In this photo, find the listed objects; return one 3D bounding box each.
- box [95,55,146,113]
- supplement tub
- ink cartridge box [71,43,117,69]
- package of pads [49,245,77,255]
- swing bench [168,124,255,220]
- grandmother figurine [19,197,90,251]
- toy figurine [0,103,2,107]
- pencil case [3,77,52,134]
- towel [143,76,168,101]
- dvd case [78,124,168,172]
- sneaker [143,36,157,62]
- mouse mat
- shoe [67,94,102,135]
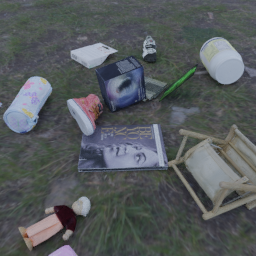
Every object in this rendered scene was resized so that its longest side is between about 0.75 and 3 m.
[{"bbox_3d":[-0.243,-1.755,11.358,1.672,1.685,1.038,-24,48,-11],"label":"box"},{"bbox_3d":[4.464,-3.214,13.390,1.560,1.560,2.151,-4,41,-4],"label":"supplement tub"},{"bbox_3d":[-1.809,-3.972,15.205,2.026,0.507,1.630,-27,47,-35],"label":"ink cartridge box"},{"bbox_3d":[-1.951,3.597,5.214,2.743,1.652,1.038,-28,47,-30],"label":"package of pads"},{"bbox_3d":[2.786,1.181,8.255,2.267,1.471,2.255,-4,38,-22],"label":"swing bench"},{"bbox_3d":[-1.823,2.466,7.448,1.896,0.574,1.150,-28,56,-26],"label":"grandmother figurine"},{"bbox_3d":[-5.861,-0.991,11.206,0.865,0.982,1.640,6,40,7],"label":"toy figurine"},{"bbox_3d":[-3.881,-0.993,11.094,1.197,1.097,2.638,-12,37,12],"label":"pencil case"},{"bbox_3d":[0.731,-1.835,12.823,1.708,0.295,1.645,22,42,28],"label":"towel"},{"bbox_3d":[-0.186,0.634,9.852,2.930,0.234,2.178,-1,40,-1],"label":"dvd case"},{"bbox_3d":[1.152,-4.359,15.293,0.765,0.914,2.066,-2,41,-5],"label":"sneaker"},{"bbox_3d":[2.117,-1.901,11.780,0.072,1.901,1.530,47,34,-9],"label":"mouse mat"},{"bbox_3d":[-1.446,-0.624,10.622,1.149,0.903,2.527,-21,31,-17],"label":"shoe"}]
